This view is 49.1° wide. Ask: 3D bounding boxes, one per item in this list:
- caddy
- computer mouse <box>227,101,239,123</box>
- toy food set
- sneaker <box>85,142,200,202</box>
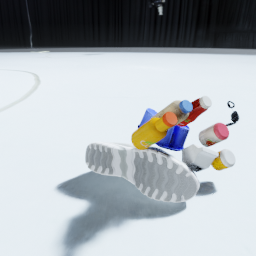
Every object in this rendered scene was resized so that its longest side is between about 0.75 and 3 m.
[{"bbox_3d":[0.762,0.079,6.249,0.916,0.680,1.296,11,19,-27],"label":"caddy"},{"bbox_3d":[3.077,-0.489,8.270,0.268,0.915,0.156,-35,38,2],"label":"computer mouse"},{"bbox_3d":[1.149,0.075,4.632,2.008,0.959,0.904,20,-31,-21],"label":"toy food set"},{"bbox_3d":[0.293,0.615,5.050,2.149,0.803,0.881,19,16,29],"label":"sneaker"}]
